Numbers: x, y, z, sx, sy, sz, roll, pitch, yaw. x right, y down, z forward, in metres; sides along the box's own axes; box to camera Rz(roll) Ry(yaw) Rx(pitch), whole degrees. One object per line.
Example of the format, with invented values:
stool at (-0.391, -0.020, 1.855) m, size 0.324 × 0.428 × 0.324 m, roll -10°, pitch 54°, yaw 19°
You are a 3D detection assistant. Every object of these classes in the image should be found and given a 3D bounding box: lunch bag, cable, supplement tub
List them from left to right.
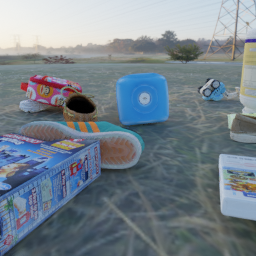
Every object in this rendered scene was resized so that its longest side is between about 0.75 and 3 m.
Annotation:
cable at (-3.779, -0.925, 11.213) m, size 1.082 × 0.375 × 1.082 m, roll 13°, pitch 20°, yaw 38°
lunch bag at (-3.048, -1.473, 11.119) m, size 2.275 × 1.058 × 2.583 m, roll 11°, pitch 10°, yaw -16°
supplement tub at (4.878, -1.712, 9.172) m, size 2.168 × 2.982 × 2.168 m, roll 0°, pitch 16°, yaw 0°

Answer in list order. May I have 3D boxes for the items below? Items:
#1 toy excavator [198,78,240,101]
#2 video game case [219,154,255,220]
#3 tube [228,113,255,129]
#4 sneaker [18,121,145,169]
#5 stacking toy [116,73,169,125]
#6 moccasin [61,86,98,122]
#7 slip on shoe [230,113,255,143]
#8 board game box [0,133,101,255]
toy excavator at (4.400, -1.695, 13.270) m, size 1.611 × 1.657 × 0.828 m, roll -44°, pitch 18°, yaw 6°
video game case at (2.435, 0.861, 4.265) m, size 1.989 × 0.250 × 2.778 m, roll 6°, pitch 7°, yaw 17°
tube at (4.216, -0.187, 8.309) m, size 2.358 × 0.612 × 0.684 m, roll 1°, pitch -11°, yaw 18°
sneaker at (-0.962, 0.317, 6.024) m, size 2.653 × 0.947 × 1.060 m, roll 7°, pitch 11°, yaw 10°
stacking toy at (0.245, -1.012, 10.105) m, size 1.699 × 1.607 × 2.927 m, roll -6°, pitch 5°, yaw -11°
moccasin at (-1.379, -0.539, 7.904) m, size 1.073 × 1.132 × 2.933 m, roll 4°, pitch 21°, yaw -8°
slip on shoe at (3.912, 0.008, 7.281) m, size 2.344 × 0.710 × 0.891 m, roll 4°, pitch 16°, yaw 14°
board game box at (-1.734, 0.719, 4.691) m, size 2.435 × 0.751 × 2.433 m, roll 10°, pitch 17°, yaw 35°
